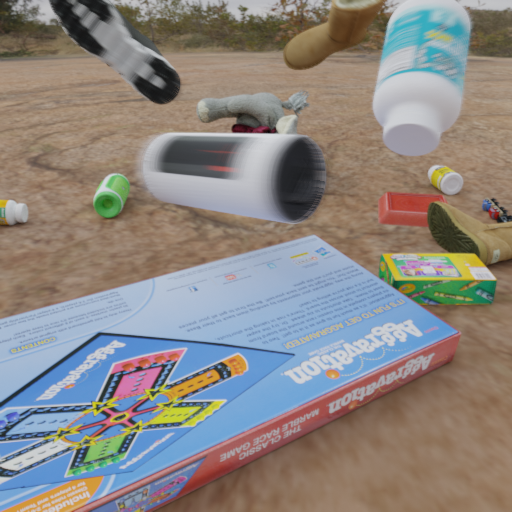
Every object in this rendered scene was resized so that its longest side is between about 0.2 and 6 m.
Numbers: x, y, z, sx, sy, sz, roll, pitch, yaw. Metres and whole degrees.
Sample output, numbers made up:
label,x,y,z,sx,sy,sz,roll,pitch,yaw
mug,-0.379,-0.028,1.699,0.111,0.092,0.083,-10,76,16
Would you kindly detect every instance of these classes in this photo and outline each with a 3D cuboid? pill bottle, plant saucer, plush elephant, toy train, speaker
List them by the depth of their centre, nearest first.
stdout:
label,x,y,z,sx,sy,sz,roll,pitch,yaw
pill bottle,1.707,-1.838,5.821,0.866,0.866,1.563,8,68,16
speaker,-0.366,-1.095,7.466,1.077,1.077,2.653,-21,24,-38
pill bottle,-5.157,-0.881,11.378,0.905,0.510,0.510,2,25,-3
toy train,5.047,-0.878,11.709,0.339,0.252,1.478,-10,25,7
plant saucer,3.404,-1.021,11.953,1.544,0.283,1.541,5,26,9
speaker,-3.131,-1.333,12.201,0.641,0.641,1.450,-2,25,-4
pill bottle,4.495,-1.847,13.418,0.538,0.538,0.966,-3,24,-7
plush elephant,0.242,-2.762,13.570,2.720,2.240,2.106,-18,57,7

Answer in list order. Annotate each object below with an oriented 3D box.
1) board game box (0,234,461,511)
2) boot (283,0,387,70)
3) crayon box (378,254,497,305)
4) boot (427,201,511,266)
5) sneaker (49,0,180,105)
label,x,y,z,sx,sy,sz,roll,pitch,yaw
board game box,-0.663,1.163,6.613,5.765,0.561,2.967,-15,34,-30
boot,1.586,-4.879,11.781,2.108,0.796,2.407,-26,3,2
crayon box,2.802,0.350,8.788,1.565,0.456,0.929,0,25,0
boot,4.529,-0.464,10.317,2.193,0.725,1.920,-8,39,-14
sneaker,-2.315,-3.524,9.154,0.831,2.500,1.131,-45,27,10
